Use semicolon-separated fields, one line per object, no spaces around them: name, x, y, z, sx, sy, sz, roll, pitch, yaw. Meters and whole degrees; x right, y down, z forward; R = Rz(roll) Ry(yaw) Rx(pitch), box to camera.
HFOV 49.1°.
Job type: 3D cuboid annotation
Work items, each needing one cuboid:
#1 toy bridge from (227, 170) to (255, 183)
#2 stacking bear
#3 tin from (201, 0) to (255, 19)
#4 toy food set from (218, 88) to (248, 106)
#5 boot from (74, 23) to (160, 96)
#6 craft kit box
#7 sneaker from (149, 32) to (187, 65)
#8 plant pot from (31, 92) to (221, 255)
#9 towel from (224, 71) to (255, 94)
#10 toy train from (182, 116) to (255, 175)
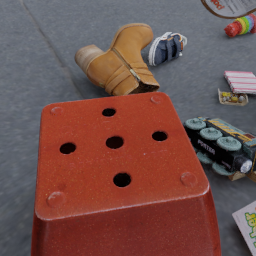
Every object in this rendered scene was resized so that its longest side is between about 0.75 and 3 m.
toy bridge;2.936;1.540;5.388;0.815;0.330;2.425;-14;45;-16
stacking bear;4.298;-3.900;10.822;1.245;0.708;0.756;-26;49;-18
tin;2.475;-2.993;5.247;2.498;1.399;0.523;-16;40;49
toy food set;2.983;-0.916;7.997;0.783;0.237;0.562;7;45;6
boot;0.190;-1.917;8.409;2.990;1.102;2.314;-33;60;-23
craft kit box;3.245;1.773;3.757;0.665;2.708;2.742;28;30;-35
sneaker;1.391;-2.714;9.458;0.800;0.791;2.016;15;44;23
plant pot;-0.164;1.052;4.351;2.814;2.482;2.816;-7;45;-7
towel;3.475;-1.357;8.443;0.914;0.187;1.249;2;39;-1
toy train;2.051;0.322;6.155;1.137;0.850;1.994;-10;27;-24
